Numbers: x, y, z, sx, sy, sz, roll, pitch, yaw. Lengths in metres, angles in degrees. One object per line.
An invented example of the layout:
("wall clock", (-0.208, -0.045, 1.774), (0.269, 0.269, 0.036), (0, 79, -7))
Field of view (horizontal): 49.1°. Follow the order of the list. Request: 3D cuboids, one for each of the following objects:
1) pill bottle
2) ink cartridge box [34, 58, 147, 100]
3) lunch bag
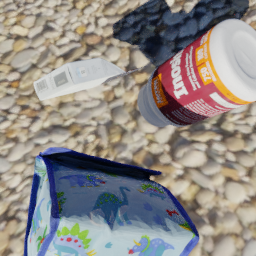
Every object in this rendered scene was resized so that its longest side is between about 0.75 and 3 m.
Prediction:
("pill bottle", (1.217, -0.784, 5.140), (1.338, 2.368, 1.338), (10, 70, -29))
("ink cartridge box", (-0.708, -1.018, 5.347), (1.740, 1.392, 0.411), (-24, 99, -39))
("lunch bag", (-0.347, 0.970, 3.516), (1.645, 1.935, 1.233), (17, 105, -22))
